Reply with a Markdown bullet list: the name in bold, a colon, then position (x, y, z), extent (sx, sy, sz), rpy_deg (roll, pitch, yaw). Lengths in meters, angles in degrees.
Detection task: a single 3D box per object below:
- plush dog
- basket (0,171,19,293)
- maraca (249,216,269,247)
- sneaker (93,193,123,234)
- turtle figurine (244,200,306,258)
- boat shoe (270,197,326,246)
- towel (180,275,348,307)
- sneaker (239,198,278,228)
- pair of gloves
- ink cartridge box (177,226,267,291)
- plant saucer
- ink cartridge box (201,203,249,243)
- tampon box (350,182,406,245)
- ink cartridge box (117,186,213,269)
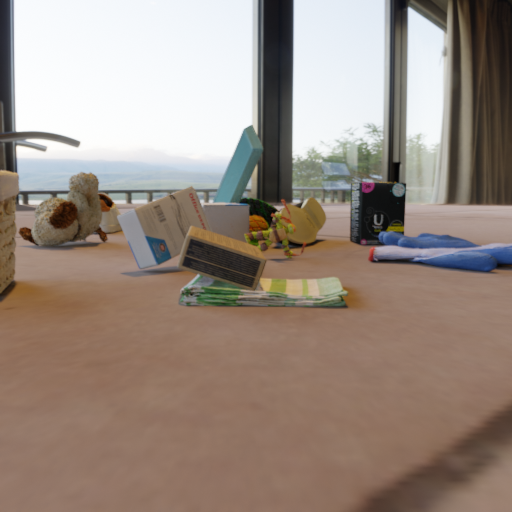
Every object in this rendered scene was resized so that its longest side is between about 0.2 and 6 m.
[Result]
- **plush dog**: position (-4.234, -0.727, 12.378), extent (1.960, 1.573, 1.683), rpy_deg (-29, 6, 31)
- **basket**: position (-4.149, -0.281, 6.688), extent (2.401, 1.481, 1.628), rpy_deg (-3, 8, -15)
- **maraca**: position (-0.085, -0.516, 12.125), extent (0.638, 0.498, 0.930), rpy_deg (17, 49, 13)
- **sneaker**: position (-4.357, -1.291, 16.603), extent (0.987, 1.148, 2.711), rpy_deg (-2, 6, -6)
- **turtle figurine**: position (0.298, -0.406, 9.892), extent (0.975, 1.209, 0.389), rpy_deg (-21, 36, 0)
- **boat shoe**: position (0.868, -0.684, 12.909), extent (0.857, 1.000, 2.734), rpy_deg (-30, 3, 24)
- **towel**: position (0.111, 0.371, 6.601), extent (1.812, 0.212, 1.382), rpy_deg (0, 6, 3)
- **sneaker**: position (-0.464, -0.990, 14.480), extent (2.656, 1.036, 1.132), rpy_deg (4, 7, 31)
- **pair of gloves**: position (3.608, -0.155, 10.166), extent (2.968, 0.421, 3.692), rpy_deg (2, 6, 20)
- **ink cartridge box**: position (-0.421, 0.011, 6.682), extent (0.940, 0.428, 1.141), rpy_deg (19, 6, -6)
- **plant saucer**: position (-0.492, -1.629, 12.286), extent (0.239, 2.517, 0.880), rpy_deg (2, 48, -28)
- **ink cartridge box**: position (-0.821, -0.602, 11.497), extent (0.977, 0.960, 1.328), rpy_deg (-3, 7, -21)
- **tampon box**: position (2.771, -0.984, 12.842), extent (1.048, 1.399, 0.883), rpy_deg (-1, 7, -8)
- **ink cartridge box**: position (-1.389, -0.451, 8.732), extent (0.522, 0.904, 1.246), rpy_deg (-14, 12, 45)
